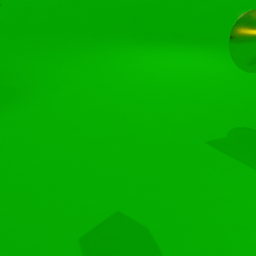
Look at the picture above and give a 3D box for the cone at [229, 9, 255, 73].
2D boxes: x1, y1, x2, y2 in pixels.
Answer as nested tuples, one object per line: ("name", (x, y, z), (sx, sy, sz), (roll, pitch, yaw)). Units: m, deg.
("cone", (3.129, -1.839, 5.800), (1.418, 1.418, 1.424), (-8, 14, -13))
